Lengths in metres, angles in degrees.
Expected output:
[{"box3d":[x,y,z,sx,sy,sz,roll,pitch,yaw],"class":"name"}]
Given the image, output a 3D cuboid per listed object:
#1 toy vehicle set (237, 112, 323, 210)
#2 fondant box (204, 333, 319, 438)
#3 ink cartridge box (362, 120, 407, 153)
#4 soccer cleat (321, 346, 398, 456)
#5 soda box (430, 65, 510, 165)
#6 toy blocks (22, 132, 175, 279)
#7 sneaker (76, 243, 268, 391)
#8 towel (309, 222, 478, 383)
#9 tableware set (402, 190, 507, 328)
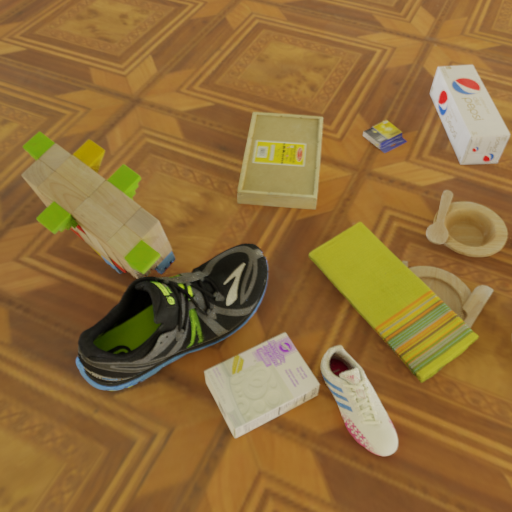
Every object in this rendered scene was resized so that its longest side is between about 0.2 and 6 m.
[{"box3d":[0.572,-2.137,12.208,1.634,0.349,2.631,6,52,5],"class":"toy vehicle set"},{"box3d":[0.079,2.024,8.894,1.508,0.439,1.088,-23,55,-18],"class":"fondant box"},{"box3d":[2.951,-2.731,12.788,0.730,0.174,0.739,-29,56,-22],"class":"ink cartridge box"},{"box3d":[1.536,2.179,8.556,0.629,0.777,1.800,-23,56,-17],"class":"soccer cleat"},{"box3d":[4.811,-3.271,12.796,0.892,0.833,2.618,-3,51,-3],"class":"soda box"},{"box3d":[-2.615,-0.525,9.865,3.140,2.147,1.569,36,73,16],"class":"toy blocks"},{"box3d":[-1.232,0.879,9.077,3.577,1.482,1.268,-31,65,-20],"class":"sneaker"},{"box3d":[2.329,0.704,9.872,1.315,0.276,3.055,-30,58,-16],"class":"towel"},{"box3d":[4.520,0.498,10.061,4.167,0.483,3.480,22,55,16],"class":"tableware set"}]
